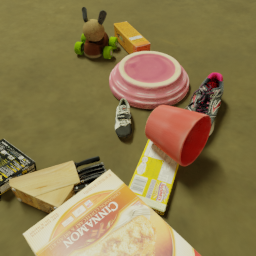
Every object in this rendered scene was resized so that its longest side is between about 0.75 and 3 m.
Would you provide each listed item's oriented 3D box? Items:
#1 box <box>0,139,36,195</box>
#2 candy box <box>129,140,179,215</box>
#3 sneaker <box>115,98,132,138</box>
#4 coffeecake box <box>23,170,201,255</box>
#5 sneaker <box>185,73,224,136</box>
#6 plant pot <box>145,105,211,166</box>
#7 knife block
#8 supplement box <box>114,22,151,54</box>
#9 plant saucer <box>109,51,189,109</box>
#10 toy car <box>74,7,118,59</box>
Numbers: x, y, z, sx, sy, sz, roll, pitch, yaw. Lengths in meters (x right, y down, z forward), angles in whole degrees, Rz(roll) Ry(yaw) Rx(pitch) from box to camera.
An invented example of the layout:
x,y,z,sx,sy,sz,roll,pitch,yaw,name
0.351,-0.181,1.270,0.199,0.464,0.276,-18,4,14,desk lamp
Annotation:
x,y,z,sx,sy,sz,roll,pitch,yaw,name
-3.211,0.928,7.124,1.371,0.338,1.095,28,44,24,box
0.695,1.149,7.078,0.997,0.258,1.950,18,49,11,candy box
-0.159,-0.327,8.207,0.506,0.605,1.367,-5,45,0,sneaker
-0.229,2.493,5.279,2.149,1.023,2.800,-34,55,-28,coffeecake box
2.228,-0.701,8.367,1.013,0.939,2.514,17,49,15,sneaker
1.211,0.091,7.104,1.246,1.408,1.408,28,52,34,plant pot
-1.530,1.208,6.776,1.965,0.629,1.725,17,48,16,knife block
0.121,-3.511,11.204,0.700,0.677,2.035,-22,51,-19,supplement box
0.727,-1.795,9.568,2.765,0.701,2.765,0,47,0,plant saucer
-1.241,-3.693,10.622,1.447,1.762,1.390,11,48,10,toy car
